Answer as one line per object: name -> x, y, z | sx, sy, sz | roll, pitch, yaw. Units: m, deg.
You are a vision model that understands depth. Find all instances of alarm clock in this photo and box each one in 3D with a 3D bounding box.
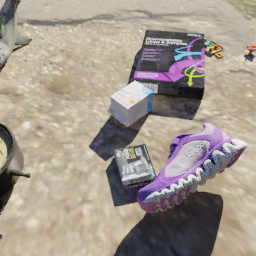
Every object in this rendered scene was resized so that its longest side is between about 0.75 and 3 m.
alarm clock -> -3.462, 0.612, 6.168 | 1.939, 0.957, 2.875 | -31, 57, -24

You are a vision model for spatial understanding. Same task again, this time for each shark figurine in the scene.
shark figurine -> -3.803, -3.562, 9.572 | 1.340, 3.212, 1.919 | 16, 2, -36

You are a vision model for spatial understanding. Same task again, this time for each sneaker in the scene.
sneaker -> 1.163, 0.739, 5.836 | 2.539, 1.021, 1.123 | -31, 63, -16

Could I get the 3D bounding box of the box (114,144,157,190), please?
box -> 0.153, 0.867, 6.406 | 0.776, 0.245, 0.985 | -9, 50, -9

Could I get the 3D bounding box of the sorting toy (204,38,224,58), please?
sorting toy -> 2.899, -2.850, 9.798 | 0.689, 0.167, 1.224 | -28, 54, -23

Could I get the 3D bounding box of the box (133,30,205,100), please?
box -> 1.373, -2.135, 8.901 | 2.061, 0.520, 2.883 | 7, 48, 7

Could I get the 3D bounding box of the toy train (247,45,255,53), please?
toy train -> 4.553, -2.560, 9.491 | 0.734, 0.272, 0.977 | -29, 51, -22

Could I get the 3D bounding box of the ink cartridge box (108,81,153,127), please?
ink cartridge box -> 0.051, -0.621, 7.455 | 1.073, 0.672, 0.689 | -36, 57, -28
